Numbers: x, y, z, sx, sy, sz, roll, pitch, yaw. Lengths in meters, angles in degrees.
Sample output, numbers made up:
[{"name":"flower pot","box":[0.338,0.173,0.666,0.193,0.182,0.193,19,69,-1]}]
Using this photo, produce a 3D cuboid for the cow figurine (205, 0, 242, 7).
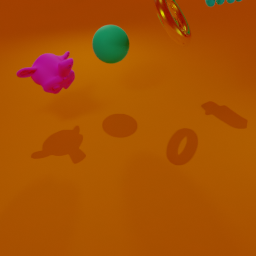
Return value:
[{"name":"cow figurine","box":[2.759,-4.625,8.561,0.909,1.630,1.656,-22,24,-27]}]

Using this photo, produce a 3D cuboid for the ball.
[{"name":"ball","box":[-0.513,-2.510,8.437,1.123,1.123,1.123,0,38,0]}]

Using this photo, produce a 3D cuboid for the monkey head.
[{"name":"monkey head","box":[-2.039,-1.655,7.679,1.083,1.293,1.798,48,51,7]}]

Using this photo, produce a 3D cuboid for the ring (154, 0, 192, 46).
[{"name":"ring","box":[1.213,-2.920,7.486,0.316,1.581,1.581,-26,26,31]}]
